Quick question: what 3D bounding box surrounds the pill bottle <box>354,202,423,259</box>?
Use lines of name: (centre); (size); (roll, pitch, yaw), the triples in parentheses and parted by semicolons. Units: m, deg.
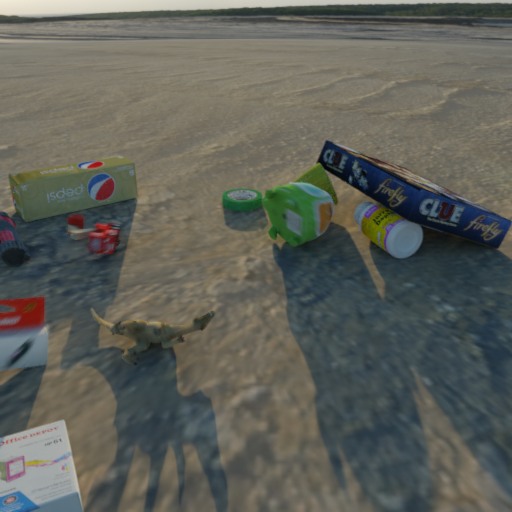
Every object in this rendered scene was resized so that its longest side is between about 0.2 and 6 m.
pill bottle: (2.345, -0.532, 10.197); (0.714, 0.714, 1.370); (-10, 28, -20)

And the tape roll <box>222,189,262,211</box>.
tape roll: (-0.304, -1.228, 12.173); (0.871, 0.209, 0.871); (1, 27, 0)

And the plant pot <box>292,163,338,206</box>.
plant pot: (1.034, -1.268, 11.566); (1.007, 0.943, 0.943); (-26, 28, 2)

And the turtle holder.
turtle holder: (0.753, -0.817, 10.415); (1.059, 1.133, 1.491); (-22, 8, -27)

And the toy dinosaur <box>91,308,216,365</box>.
toy dinosaur: (-1.513, 1.027, 7.421); (1.930, 0.562, 0.976); (-1, 7, 15)

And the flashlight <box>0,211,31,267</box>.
flashlight: (-4.482, -0.303, 9.987); (0.526, 0.528, 1.555); (-38, 38, -8)

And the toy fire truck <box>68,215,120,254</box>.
toy fire truck: (-2.936, -0.395, 10.004); (0.968, 0.335, 1.373); (4, 17, -9)

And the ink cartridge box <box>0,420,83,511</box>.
ink cartridge box: (-2.069, 2.096, 5.225); (0.730, 0.428, 1.011); (-12, 28, -22)

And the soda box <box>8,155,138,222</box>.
soda box: (-3.854, -1.481, 11.959); (2.487, 0.842, 0.796); (-18, 31, -31)

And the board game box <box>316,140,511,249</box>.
board game box: (2.928, -1.283, 10.951); (2.289, 0.585, 3.379); (13, 19, -28)

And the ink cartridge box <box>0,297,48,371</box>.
ink cartridge box: (-3.077, 0.972, 6.823); (1.008, 0.875, 0.219); (-3, 25, -28)
